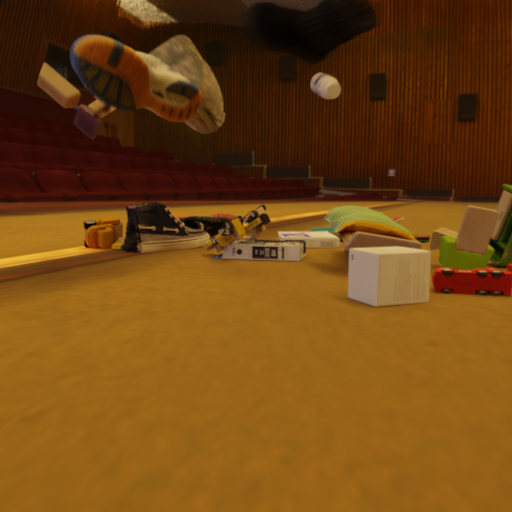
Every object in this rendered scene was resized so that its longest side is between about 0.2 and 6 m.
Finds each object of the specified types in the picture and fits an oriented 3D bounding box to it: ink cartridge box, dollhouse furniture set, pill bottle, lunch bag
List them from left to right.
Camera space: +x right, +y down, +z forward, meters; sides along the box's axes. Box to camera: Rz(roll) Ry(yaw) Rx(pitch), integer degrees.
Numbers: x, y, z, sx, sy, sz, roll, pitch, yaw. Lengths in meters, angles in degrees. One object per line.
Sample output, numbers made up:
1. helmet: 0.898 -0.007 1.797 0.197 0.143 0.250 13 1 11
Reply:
1. dollhouse furniture set: -3.332 -3.467 11.080 1.155 1.627 1.289 -52 4 -39
2. lunch bag: -1.494 -3.728 12.616 1.279 1.540 1.836 -29 -18 6
3. ink cartridge box: 0.049 -0.125 11.408 1.852 0.363 0.921 0 8 11
4. ink cartridge box: 1.248 -0.403 13.722 1.339 0.293 1.351 0 9 -4
5. pill bottle: 1.409 -3.386 11.233 0.411 0.411 0.741 -2 28 -18
6. dollhouse furniture set: 3.050 -0.724 9.743 3.458 1.335 1.728 9 21 -7

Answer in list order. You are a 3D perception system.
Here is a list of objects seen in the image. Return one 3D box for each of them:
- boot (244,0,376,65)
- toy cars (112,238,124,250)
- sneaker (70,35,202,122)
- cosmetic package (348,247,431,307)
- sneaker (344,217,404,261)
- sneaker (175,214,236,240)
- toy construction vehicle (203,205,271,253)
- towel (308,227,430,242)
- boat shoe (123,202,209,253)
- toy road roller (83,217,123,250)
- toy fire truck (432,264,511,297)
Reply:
1. boot: 0.860 -3.778 8.834 1.813 0.682 1.356 4 -13 -37
2. toy cars: -2.844 -0.308 13.161 1.173 0.260 0.526 -4 9 -31
3. sneaker: -1.948 -2.758 8.632 2.331 0.877 1.027 14 27 -53
4. cosmetic package: 1.692 0.246 7.171 0.806 0.671 0.675 -2 8 -23
5. sneaker: 2.438 -0.354 11.237 1.333 0.845 2.371 -2 5 7
6. sneaker: -1.298 -0.716 14.604 2.007 0.709 0.981 -5 8 -18
7. toy construction vehicle: -0.341 -0.447 11.463 1.294 0.523 1.486 -32 -2 -37
8. towel: 2.959 -0.538 15.012 1.997 0.295 2.723 -5 10 -33
9. boat shoe: -2.008 -0.717 13.042 0.882 1.095 2.362 6 10 39
10. toy road roller: -3.520 -0.479 13.185 1.050 0.646 0.767 -14 27 -42
11. toy fire truck: 3.205 0.320 7.923 1.383 0.337 0.975 1 7 16
